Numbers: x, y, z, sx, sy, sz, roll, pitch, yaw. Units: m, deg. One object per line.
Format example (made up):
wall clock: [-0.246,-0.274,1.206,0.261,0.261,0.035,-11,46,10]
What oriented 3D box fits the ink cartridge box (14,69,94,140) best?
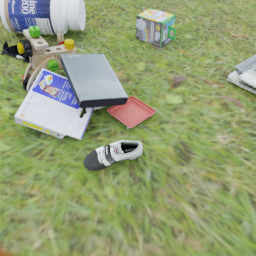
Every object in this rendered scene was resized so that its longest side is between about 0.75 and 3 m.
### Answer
ink cartridge box: [-1.760,-0.574,7.239,1.669,0.392,1.650,23,56,-9]

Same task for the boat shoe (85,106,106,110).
boat shoe: [-0.700,-0.777,7.809,1.222,0.365,0.437,-28,83,-25]

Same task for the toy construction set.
toy construction set: [-2.197,-2.268,8.257,2.070,1.907,2.482,-5,43,-5]

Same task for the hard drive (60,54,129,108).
hard drive: [-0.930,-1.305,7.426,1.289,0.304,1.847,-8,52,-27]

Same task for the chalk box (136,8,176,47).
chalk box: [1.171,-3.734,10.495,1.522,0.947,0.942,27,50,25]

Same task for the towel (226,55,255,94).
towel: [4.878,-1.556,8.535,2.738,0.491,2.844,-34,52,-30]

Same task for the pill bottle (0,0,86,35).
pill bottle: [-3.161,-4.391,10.686,2.880,1.598,1.598,3,44,3]

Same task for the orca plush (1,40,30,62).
orca plush: [-3.626,-2.850,9.773,1.818,0.646,0.956,20,47,19]

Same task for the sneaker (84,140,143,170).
sneaker: [-0.336,0.528,6.159,1.369,0.606,0.507,-18,71,-7]

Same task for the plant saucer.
plant saucer: [0.094,-0.404,7.553,0.971,0.178,0.972,-33,52,-29]
